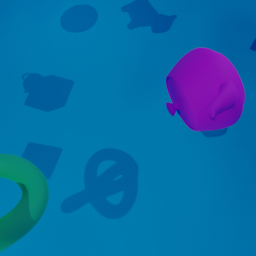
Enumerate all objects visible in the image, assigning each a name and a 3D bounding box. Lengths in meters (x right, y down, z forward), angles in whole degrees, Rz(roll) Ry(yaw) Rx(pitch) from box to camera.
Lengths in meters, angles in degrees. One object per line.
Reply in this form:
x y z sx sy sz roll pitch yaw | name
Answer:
-1.781 1.192 2.906 1.764 0.871 1.885 -35 25 18 | knot shape
0.800 -0.365 3.129 0.757 1.547 0.962 -27 104 -3 | teapot
